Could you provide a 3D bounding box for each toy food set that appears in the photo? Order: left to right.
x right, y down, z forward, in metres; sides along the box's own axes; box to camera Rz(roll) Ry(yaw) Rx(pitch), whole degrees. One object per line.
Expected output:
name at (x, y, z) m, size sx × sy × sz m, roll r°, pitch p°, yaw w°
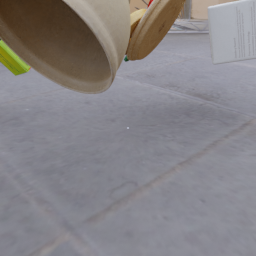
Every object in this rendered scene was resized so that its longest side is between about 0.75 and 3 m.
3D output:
toy food set at (0.716, -3.056, 8.028) m, size 0.668 × 2.745 × 2.717 m, roll 38°, pitch 9°, yaw 6°

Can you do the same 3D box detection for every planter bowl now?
planter bowl at (-0.901, -1.917, 4.562) m, size 2.359 × 2.359 × 1.588 m, roll 17°, pitch 65°, yaw 31°

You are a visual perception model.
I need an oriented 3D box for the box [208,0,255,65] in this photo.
box at (3.162, -2.887, 8.384) m, size 1.407 × 1.643 × 1.635 m, roll -6°, pitch 19°, yaw 19°

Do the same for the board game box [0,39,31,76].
board game box at (-3.518, -2.980, 7.317) m, size 0.708 × 2.973 × 1.510 m, roll -3°, pitch 52°, yaw 39°
